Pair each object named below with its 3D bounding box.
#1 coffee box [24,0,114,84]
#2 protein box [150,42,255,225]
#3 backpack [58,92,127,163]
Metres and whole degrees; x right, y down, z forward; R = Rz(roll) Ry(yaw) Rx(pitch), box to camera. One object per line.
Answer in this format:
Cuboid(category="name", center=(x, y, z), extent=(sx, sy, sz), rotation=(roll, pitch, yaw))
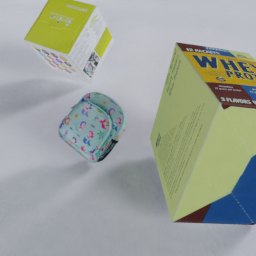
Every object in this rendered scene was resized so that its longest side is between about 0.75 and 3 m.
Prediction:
Cuboid(category="coffee box", center=(-1.926, -3.015, 9.606), extent=(1.908, 1.890, 1.911), rotation=(23, 79, 22))
Cuboid(category="protein box", center=(1.640, 0.042, 5.315), extent=(1.659, 2.441, 2.459), rotation=(5, 34, -10))
Cuboid(category="backpack", center=(-0.737, -0.076, 6.230), extent=(1.257, 1.066, 1.416), rotation=(39, 87, 11))
